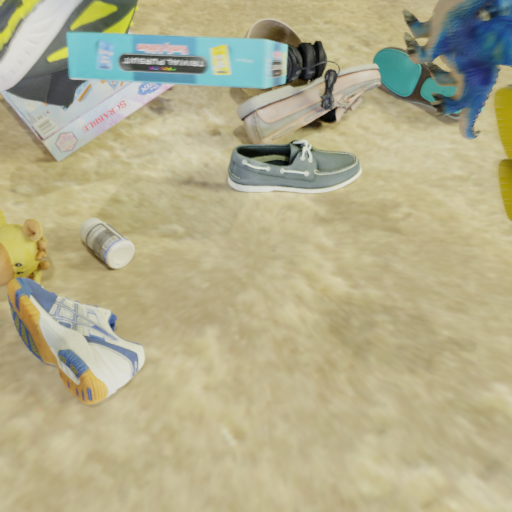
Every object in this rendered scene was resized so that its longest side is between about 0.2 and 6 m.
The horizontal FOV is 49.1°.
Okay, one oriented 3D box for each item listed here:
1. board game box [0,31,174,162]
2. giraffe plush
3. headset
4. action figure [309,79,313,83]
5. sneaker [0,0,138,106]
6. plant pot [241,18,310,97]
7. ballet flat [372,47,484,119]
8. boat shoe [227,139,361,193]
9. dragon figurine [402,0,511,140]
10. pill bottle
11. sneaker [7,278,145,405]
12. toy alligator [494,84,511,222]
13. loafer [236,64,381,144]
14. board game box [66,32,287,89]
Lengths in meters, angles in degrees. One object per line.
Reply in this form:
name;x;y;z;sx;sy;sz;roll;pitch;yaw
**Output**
board game box;-3.278;-3.308;10.621;2.678;0.552;2.684;-37;54;-12
giraffe plush;-3.469;-0.100;7.343;1.393;1.482;1.718;29;68;11
headset;0.740;-3.419;10.401;1.359;1.034;2.201;-17;33;-29
action figure;0.887;-3.820;11.776;0.774;0.413;1.190;-17;43;-7
sneaker;-2.060;-3.238;7.003;3.547;1.501;1.321;-31;69;22
plant pot;0.180;-3.696;11.034;1.534;1.534;1.030;-40;14;-34
ballet flat;3.407;-3.390;11.179;0.812;0.859;2.549;-4;38;-45
boat shoe;0.654;-1.524;9.191;2.251;0.695;0.820;-4;45;-4
dragon figurine;2.429;-2.156;5.788;1.403;2.822;0.831;-14;47;31
pill bottle;-2.156;-0.199;8.013;0.457;0.457;0.804;-35;54;-30
sneaker;-2.203;0.905;6.803;2.053;0.773;0.905;39;45;24
toy alligator;2.396;-0.352;4.112;0.979;3.301;0.896;-11;46;17
loafer;1.096;-2.740;10.418;2.994;1.076;0.941;-22;92;-20
board game box;-0.770;-2.155;6.199;2.044;0.480;1.543;6;20;9
